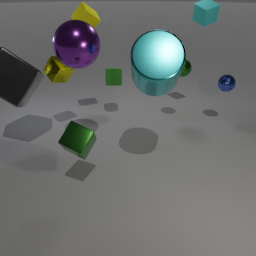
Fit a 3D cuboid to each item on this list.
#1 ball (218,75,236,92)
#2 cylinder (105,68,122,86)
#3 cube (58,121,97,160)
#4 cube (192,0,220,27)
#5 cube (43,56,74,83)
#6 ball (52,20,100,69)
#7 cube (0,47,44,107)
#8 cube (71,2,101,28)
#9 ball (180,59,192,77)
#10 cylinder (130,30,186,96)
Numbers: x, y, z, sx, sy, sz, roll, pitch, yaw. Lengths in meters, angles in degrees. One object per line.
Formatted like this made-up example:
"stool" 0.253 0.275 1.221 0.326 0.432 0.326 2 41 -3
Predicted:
"ball" 4.000 -1.812 11.355 0.700 0.700 0.700 0 28 0
"cylinder" -0.610 -2.160 11.884 0.700 0.700 0.700 0 10 0
"cube" -1.353 0.341 7.622 0.700 0.700 0.700 25 73 10
"cube" 3.053 -4.529 10.990 0.700 0.700 0.700 -27 54 -19
"cube" -2.570 -2.157 10.364 0.700 0.700 0.700 -13 61 -53
"ball" -1.521 -2.473 8.323 1.400 1.400 1.400 0 28 0
"cube" -3.861 -1.647 9.455 1.400 1.400 1.400 32 -2 -13
"cube" -1.562 -4.046 10.335 0.700 0.700 0.700 22 33 -43
"ball" 2.151 -2.369 11.037 0.700 0.700 0.700 0 28 0
"cylinder" 0.785 -1.726 7.714 1.400 1.400 1.400 1 -10 3
